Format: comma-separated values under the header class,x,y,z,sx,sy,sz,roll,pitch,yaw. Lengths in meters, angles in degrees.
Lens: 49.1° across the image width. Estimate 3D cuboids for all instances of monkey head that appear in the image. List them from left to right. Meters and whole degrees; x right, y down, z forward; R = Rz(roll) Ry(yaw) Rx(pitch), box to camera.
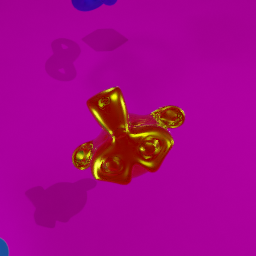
class,x,y,z,sx,sy,sz,roll,pitch,yaw
monkey head,-0.062,0.067,3.673,1.773,1.276,1.068,-25,13,3

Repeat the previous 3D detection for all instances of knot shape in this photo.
class,x,y,z,sx,sy,sz,roll,pitch,yaw
knot shape,-0.594,-3.818,6.635,0.951,2.058,1.926,17,86,-21

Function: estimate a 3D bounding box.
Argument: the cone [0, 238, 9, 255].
class,x,y,z,sx,sy,sz,roll,pitch,yaw
cone,-2.461,1.627,3.668,1.217,1.213,1.213,26,58,30
